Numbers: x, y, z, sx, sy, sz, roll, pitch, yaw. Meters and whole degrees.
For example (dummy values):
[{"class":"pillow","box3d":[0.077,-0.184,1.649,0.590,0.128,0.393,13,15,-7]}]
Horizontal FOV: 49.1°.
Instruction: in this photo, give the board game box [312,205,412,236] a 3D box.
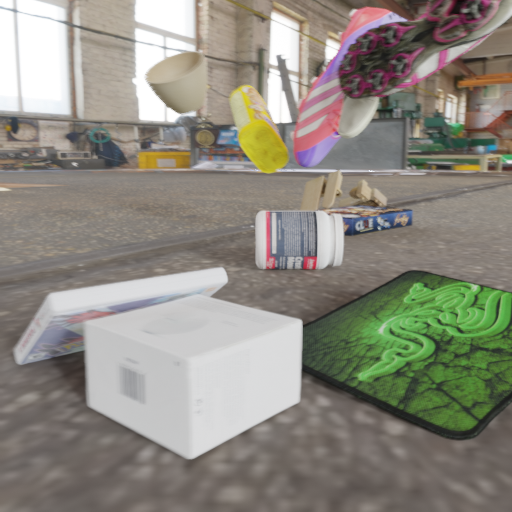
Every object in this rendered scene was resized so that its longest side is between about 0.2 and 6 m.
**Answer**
[{"class":"board game box","box3d":[2.409,-0.892,13.539,2.425,0.420,1.643,-10,15,-43]}]

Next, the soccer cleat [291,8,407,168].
[{"class":"soccer cleat","box3d":[1.821,-3.219,10.894,1.294,3.384,1.129,27,0,31]}]

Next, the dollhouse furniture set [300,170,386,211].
[{"class":"dollhouse furniture set","box3d":[2.225,-1.183,14.427,1.572,1.281,1.495,35,-33,-32]}]

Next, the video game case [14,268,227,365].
[{"class":"video game case","box3d":[-1.223,0.547,5.025,1.553,0.178,1.415,-8,-20,-36]}]

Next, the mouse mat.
[{"class":"mouse mat","box3d":[1.618,0.700,5.162,2.519,0.095,2.027,-20,24,-39]}]

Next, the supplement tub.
[{"class":"supplement tub","box3d":[0.665,-0.253,8.945,1.344,0.943,0.943,0,11,1]}]

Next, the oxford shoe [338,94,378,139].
[{"class":"oxford shoe","box3d":[1.823,-3.001,9.814,0.583,2.017,0.759,29,-12,-39]}]

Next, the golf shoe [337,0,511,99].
[{"class":"golf shoe","box3d":[2.579,-3.178,8.544,1.328,1.047,2.885,-7,-10,-46]}]

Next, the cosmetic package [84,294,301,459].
[{"class":"cosmetic package","box3d":[-0.455,0.803,4.183,1.149,0.709,1.153,10,15,41]}]

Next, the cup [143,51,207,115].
[{"class":"cup","box3d":[-1.334,-3.025,10.027,1.125,0.805,1.125,-12,42,11]}]

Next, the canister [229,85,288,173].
[{"class":"canister","box3d":[0.026,-2.797,12.227,0.739,1.268,1.707,-30,45,16]}]
